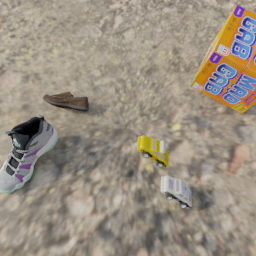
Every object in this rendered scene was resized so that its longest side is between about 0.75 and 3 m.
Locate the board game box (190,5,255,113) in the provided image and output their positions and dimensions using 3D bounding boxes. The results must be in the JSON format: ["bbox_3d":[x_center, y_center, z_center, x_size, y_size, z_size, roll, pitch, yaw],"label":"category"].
[{"bbox_3d":[3.248,-1.913,8.135,1.844,1.845,1.843,28,69,3],"label":"board game box"}]

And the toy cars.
[{"bbox_3d":[0.982,1.008,6.713,0.940,0.464,2.097,-21,79,-53],"label":"toy cars"}]

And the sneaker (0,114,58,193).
[{"bbox_3d":[-2.705,0.538,6.889,0.816,1.468,2.099,26,70,15],"label":"sneaker"}]

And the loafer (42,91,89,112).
[{"bbox_3d":[-1.855,-0.863,8.525,1.445,0.528,0.513,11,86,-2],"label":"loafer"}]
